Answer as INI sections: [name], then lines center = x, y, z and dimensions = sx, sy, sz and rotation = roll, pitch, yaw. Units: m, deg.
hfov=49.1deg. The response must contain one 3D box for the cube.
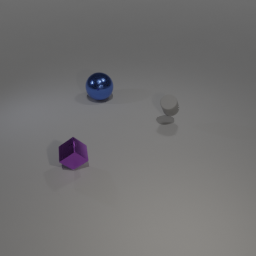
[cube]
center = -1.851, 0.868, 9.485
dimensions = 0.700, 0.700, 0.700
rotation = -33, 45, 18

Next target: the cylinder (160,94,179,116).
[cylinder]
center = 1.742, -0.942, 11.666
dimensions = 0.700, 0.700, 0.700
rotation = -6, 67, 15

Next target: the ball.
[ball]
center = -1.429, -2.081, 14.047
dimensions = 1.400, 1.400, 1.400
rotation = 0, 32, 0
